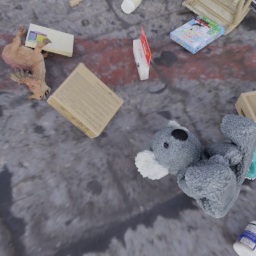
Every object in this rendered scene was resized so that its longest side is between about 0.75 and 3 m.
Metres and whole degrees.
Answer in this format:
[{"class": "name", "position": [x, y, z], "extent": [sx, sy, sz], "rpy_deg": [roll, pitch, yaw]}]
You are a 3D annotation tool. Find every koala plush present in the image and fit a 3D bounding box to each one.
[{"class": "koala plush", "position": [1.664, 0.860, 7.464], "extent": [2.661, 2.445, 2.360], "rpy_deg": [23, 57, 31]}]

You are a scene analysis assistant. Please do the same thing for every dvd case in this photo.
[{"class": "dvd case", "position": [5.541, -5.472, 11.446], "extent": [2.869, 0.229, 2.133], "rpy_deg": [-24, 66, -29]}]

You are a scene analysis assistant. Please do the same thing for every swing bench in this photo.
[{"class": "swing bench", "position": [3.550, -5.191, 10.522], "extent": [1.467, 2.261, 2.249], "rpy_deg": [-39, 72, -21]}]

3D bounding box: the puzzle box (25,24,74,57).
[{"class": "puzzle box", "position": [-2.785, -3.166, 10.086], "extent": [1.609, 0.205, 1.071], "rpy_deg": [10, 51, -18]}]

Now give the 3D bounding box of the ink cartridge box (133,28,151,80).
[{"class": "ink cartridge box", "position": [0.461, -2.578, 9.718], "extent": [0.305, 1.200, 1.362], "rpy_deg": [-10, 61, -6]}]

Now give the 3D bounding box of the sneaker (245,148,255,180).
[{"class": "sneaker", "position": [3.548, 0.710, 8.221], "extent": [0.619, 0.636, 1.598], "rpy_deg": [9, 62, 4]}]

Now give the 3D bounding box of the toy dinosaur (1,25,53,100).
[{"class": "toy dinosaur", "position": [-3.652, -2.323, 9.655], "extent": [2.789, 1.197, 1.890], "rpy_deg": [31, 74, 22]}]

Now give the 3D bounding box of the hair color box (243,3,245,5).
[{"class": "hair color box", "position": [4.179, -5.735, 11.853], "extent": [0.845, 0.512, 1.690], "rpy_deg": [-22, 63, -11]}]

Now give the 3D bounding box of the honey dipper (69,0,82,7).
[{"class": "honey dipper", "position": [-1.817, -5.548, 11.908], "extent": [1.431, 0.272, 0.272], "rpy_deg": [-34, 66, -19]}]

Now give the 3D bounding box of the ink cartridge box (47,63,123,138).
[{"class": "ink cartridge box", "position": [-1.280, -0.814, 8.600], "extent": [1.808, 0.679, 1.489], "rpy_deg": [42, 64, -13]}]

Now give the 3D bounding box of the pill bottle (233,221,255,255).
[{"class": "pill bottle", "position": [3.264, 2.769, 7.051], "extent": [0.688, 0.688, 1.150], "rpy_deg": [41, 69, 20]}]

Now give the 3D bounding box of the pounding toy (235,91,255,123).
[{"class": "pounding toy", "position": [4.395, -0.798, 8.976], "extent": [1.683, 0.770, 1.478], "rpy_deg": [-10, 62, -6]}]

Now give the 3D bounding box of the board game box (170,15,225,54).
[{"class": "board game box", "position": [2.633, -3.603, 10.668], "extent": [1.640, 0.300, 1.240], "rpy_deg": [-36, 60, -18]}]

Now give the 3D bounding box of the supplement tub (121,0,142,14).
[{"class": "supplement tub", "position": [0.138, -5.137, 11.495], "extent": [0.567, 0.567, 0.782], "rpy_deg": [30, 65, 15]}]
